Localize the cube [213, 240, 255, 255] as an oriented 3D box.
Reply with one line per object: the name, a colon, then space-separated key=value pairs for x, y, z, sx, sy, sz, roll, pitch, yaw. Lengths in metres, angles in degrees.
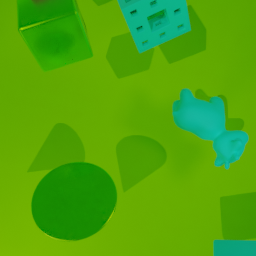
cube: x=2.345 y=3.064 z=5.620 sx=1.104 sy=1.104 sz=1.104 roll=-6 pitch=106 yaw=18

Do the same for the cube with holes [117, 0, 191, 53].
cube with holes: x=0.489 y=-2.742 z=6.179 sx=1.260 sy=1.260 sz=1.260 roll=-22 pitch=57 yaw=8

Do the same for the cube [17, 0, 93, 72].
cube: x=-1.423 y=-1.971 z=5.527 sx=1.082 sy=1.082 sz=1.082 roll=-17 pitch=56 yaw=1

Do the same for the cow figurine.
cow figurine: x=1.834 y=0.012 z=6.430 sx=1.749 sy=0.960 sz=1.721 roll=15 pitch=48 yaw=-11

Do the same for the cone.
cone: x=-0.982 y=1.779 z=5.749 sx=1.572 sy=1.578 sz=1.572 roll=0 pitch=50 yaw=0
